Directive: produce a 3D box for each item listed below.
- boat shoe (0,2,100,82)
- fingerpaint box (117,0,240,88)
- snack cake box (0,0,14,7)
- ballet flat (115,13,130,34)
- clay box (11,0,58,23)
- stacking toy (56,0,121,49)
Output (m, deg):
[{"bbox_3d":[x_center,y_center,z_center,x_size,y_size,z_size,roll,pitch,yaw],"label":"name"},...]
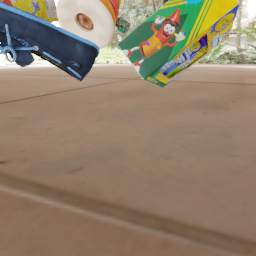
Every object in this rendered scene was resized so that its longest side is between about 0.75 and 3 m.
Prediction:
[{"bbox_3d":[-1.454,-1.240,4.125,2.328,0.799,0.980,15,14,-35],"label":"boat shoe"},{"bbox_3d":[1.047,-1.695,5.460,1.865,0.820,2.236,-37,-6,15],"label":"fingerpaint box"},{"bbox_3d":[-3.821,-3.023,6.818,0.834,1.428,2.482,-6,44,10],"label":"snack cake box"},{"bbox_3d":[-0.151,-3.247,8.594,0.562,0.562,1.515,-1,17,-3],"label":"ballet flat"},{"bbox_3d":[-3.117,-3.807,8.961,1.601,0.920,0.381,-15,6,-20],"label":"clay box"},{"bbox_3d":[-0.721,-3.474,7.774,1.686,1.686,2.307,9,54,29],"label":"stacking toy"}]
